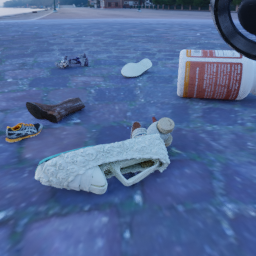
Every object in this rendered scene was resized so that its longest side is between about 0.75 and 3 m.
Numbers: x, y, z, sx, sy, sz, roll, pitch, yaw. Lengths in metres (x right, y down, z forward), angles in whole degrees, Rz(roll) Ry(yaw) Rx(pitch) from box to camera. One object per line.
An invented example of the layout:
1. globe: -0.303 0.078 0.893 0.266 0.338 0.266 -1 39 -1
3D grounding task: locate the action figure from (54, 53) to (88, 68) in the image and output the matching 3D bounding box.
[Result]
1. action figure: -2.781 -3.229 13.605 1.615 0.560 1.051 -14 36 -19

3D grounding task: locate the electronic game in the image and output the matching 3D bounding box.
1. electronic game: 2.847 -2.463 6.012 0.510 2.450 2.450 -44 43 -20

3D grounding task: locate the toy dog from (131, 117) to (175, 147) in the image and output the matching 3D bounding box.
1. toy dog: 0.358 0.127 6.172 1.446 0.954 0.697 -7 46 -37

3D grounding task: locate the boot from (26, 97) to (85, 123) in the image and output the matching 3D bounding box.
1. boot: -2.090 -0.663 8.235 1.258 0.433 1.350 25 36 18

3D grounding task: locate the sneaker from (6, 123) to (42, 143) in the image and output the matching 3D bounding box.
1. sneaker: -2.522 0.036 6.839 0.377 0.372 0.964 16 28 34

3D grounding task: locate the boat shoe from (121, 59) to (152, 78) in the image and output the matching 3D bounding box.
1. boat shoe: 0.325 -2.531 12.314 1.805 0.657 0.558 -32 -4 -38

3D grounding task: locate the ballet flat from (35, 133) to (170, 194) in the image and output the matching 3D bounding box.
1. ballet flat: -0.308 0.693 5.005 2.534 0.909 0.909 -13 28 -25

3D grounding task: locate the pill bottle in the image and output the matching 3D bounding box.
1. pill bottle: 3.079 -1.733 9.201 2.814 1.578 1.578 5 26 10
